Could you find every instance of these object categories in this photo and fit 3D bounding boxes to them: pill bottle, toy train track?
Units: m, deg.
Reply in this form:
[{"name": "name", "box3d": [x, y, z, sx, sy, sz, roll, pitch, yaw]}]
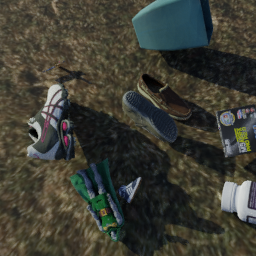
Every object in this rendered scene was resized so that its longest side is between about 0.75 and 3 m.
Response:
[{"name": "pill bottle", "box3d": [3.418, 1.932, 7.126, 1.878, 1.046, 1.046, 7, 59, 27]}, {"name": "toy train track", "box3d": [-2.655, -2.208, 9.945, 0.886, 0.508, 0.144, -31, 99, -13]}]

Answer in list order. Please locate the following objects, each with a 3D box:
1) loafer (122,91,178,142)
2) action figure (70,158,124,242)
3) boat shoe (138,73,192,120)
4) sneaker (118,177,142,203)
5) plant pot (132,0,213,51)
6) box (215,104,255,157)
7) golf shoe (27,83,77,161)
[{"name": "loafer", "box3d": [0.631, -0.288, 8.446, 2.014, 0.701, 0.757, 42, 59, 1]}, {"name": "action figure", "box3d": [-0.687, 1.985, 7.420, 1.231, 0.570, 2.084, -29, 76, 11]}, {"name": "boat shoe", "box3d": [1.161, -1.052, 9.122, 2.118, 0.783, 0.782, 35, 66, 18]}, {"name": "sneaker", "box3d": [0.030, 1.583, 7.491, 0.461, 0.849, 0.298, 30, 26, 15]}, {"name": "plant pot", "box3d": [1.512, -3.709, 9.705, 2.421, 1.711, 1.710, -5, 35, 26]}, {"name": "box", "box3d": [3.269, 0.090, 8.181, 1.109, 0.306, 1.384, -10, 80, 7]}, {"name": "golf shoe", "box3d": [-2.289, -0.324, 8.218, 1.282, 1.123, 2.910, -4, 46, -15]}]
